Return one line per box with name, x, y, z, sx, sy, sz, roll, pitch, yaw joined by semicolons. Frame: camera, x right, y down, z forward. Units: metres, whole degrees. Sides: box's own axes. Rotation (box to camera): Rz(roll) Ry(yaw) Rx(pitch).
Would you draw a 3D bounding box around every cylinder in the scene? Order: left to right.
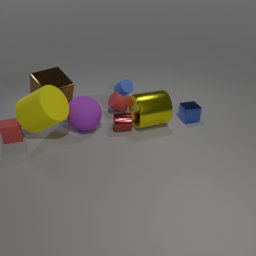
cylinder;-3.153;-0.687;10.342;1.400;1.400;1.400;-21;20;29
cylinder;-0.414;-1.147;12.431;0.700;0.700;0.700;24;15;-36
cylinder;-0.215;-0.251;11.225;0.700;0.700;0.700;-4;31;-7
cylinder;-0.214;-1.922;13.501;0.700;0.700;0.700;-24;3;-35
cylinder;0.894;-0.770;11.411;1.400;1.400;1.400;-11;32;-17

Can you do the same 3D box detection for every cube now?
cube;-4.423;0.101;10.646;0.700;0.700;0.700;-10;32;-17
cube;-3.422;-1.664;12.563;1.400;1.400;1.400;-25;60;-36
cube;2.630;-0.664;11.944;0.700;0.700;0.700;-8;32;-14

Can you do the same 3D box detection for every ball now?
ball;-1.737;-0.576;11.095;1.400;1.400;1.400;0;31;0
